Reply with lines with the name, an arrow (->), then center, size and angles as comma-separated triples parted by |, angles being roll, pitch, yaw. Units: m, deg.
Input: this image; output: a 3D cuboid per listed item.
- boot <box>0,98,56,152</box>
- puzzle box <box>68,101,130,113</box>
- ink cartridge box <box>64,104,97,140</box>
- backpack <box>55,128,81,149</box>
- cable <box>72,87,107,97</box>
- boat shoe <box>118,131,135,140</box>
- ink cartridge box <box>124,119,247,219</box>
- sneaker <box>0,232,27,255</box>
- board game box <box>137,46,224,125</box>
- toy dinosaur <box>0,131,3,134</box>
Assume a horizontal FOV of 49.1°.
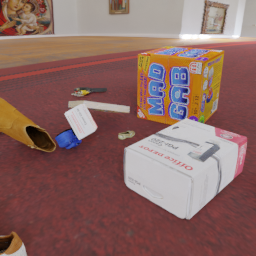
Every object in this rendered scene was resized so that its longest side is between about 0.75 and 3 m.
boot -> -3.665, -0.230, 8.929 | 2.023, 2.826, 0.994 | 12, 66, 50
puzzle box -> -1.130, -0.820, 11.023 | 2.054, 0.261, 1.367 | 5, 0, -34
ink cartridge box -> -1.465, -0.226, 8.932 | 0.557, 0.961, 1.650 | -29, 7, 1
backpack -> -2.012, 0.365, 9.542 | 0.636, 0.657, 0.783 | -35, -10, 32
cable -> -2.179, -2.003, 15.696 | 2.074, 0.522, 1.007 | -4, 4, -40
boat shoe -> -0.045, 0.221, 10.623 | 0.762, 0.240, 0.278 | -17, 29, -33
ink cartridge box -> 1.627, 0.917, 7.823 | 2.157, 1.256, 2.961 | 21, 33, 39
sneaker -> -2.979, 2.346, 5.094 | 2.058, 0.871, 0.749 | -10, 28, -18
board game box -> 2.289, -1.911, 12.245 | 2.789, 2.789, 2.791 | 14, 28, 29
toy dinosaur -> -5.310, -0.195, 11.047 | 1.176, 0.745, 1.735 | 3, 18, 22
